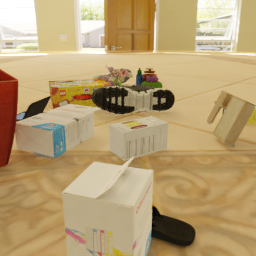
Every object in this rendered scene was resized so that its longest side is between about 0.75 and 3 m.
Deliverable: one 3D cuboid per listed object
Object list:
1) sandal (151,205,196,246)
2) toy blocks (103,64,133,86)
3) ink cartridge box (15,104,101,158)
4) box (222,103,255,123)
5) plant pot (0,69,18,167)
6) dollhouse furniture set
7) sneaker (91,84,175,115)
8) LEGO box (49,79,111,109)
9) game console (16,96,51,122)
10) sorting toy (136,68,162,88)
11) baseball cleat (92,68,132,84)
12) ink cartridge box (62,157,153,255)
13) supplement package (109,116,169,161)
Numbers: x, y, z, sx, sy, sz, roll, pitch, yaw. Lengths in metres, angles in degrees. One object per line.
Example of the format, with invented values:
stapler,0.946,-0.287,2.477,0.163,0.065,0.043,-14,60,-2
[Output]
sandal,0.189,1.255,4.106,1.617,0.365,0.607,10,20,19
toy blocks,-0.731,-1.961,11.951,1.374,1.284,1.156,19,6,42
ink cartridge box,-1.726,-0.019,7.414,1.231,0.709,2.125,9,21,25
box,4.158,-0.480,9.105,2.032,0.509,0.765,8,20,23
plant pot,-3.559,-0.138,5.932,2.155,1.899,2.153,-11,22,-31
dollhouse furniture set,3.627,0.148,7.501,2.428,1.186,2.071,21,15,-13
sneaker,0.107,-1.097,10.305,2.991,0.994,1.353,-1,16,-15
LEGO box,-1.961,-1.397,11.226,2.238,0.864,1.667,-6,20,-18
game console,-3.273,-0.608,9.117,1.121,0.742,1.275,5,19,14
sorting toy,1.109,-2.790,15.231,1.361,0.930,2.265,-1,19,-4
baseball cleat,-0.632,-2.493,14.771,2.525,0.881,1.344,-23,34,-28
ink cartridge box,-0.194,1.046,3.348,0.822,1.312,0.844,6,20,17
supplement package,0.262,0.215,6.751,1.267,0.694,0.721,-13,22,-31
